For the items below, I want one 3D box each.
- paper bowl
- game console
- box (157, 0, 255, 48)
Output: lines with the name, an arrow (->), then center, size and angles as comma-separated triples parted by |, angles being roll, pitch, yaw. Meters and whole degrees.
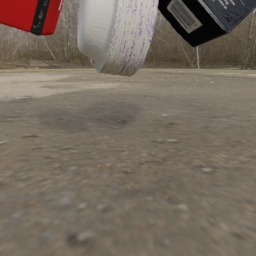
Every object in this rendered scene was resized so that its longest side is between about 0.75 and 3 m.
paper bowl -> -0.291, -1.931, 4.818 | 1.032, 1.985, 1.985 | 4, 13, -15
game console -> -2.657, -3.847, 7.798 | 1.286, 2.167, 1.868 | 22, 20, -1
box -> 1.886, -2.859, 4.713 | 2.665, 1.390, 1.972 | -44, 8, 5
